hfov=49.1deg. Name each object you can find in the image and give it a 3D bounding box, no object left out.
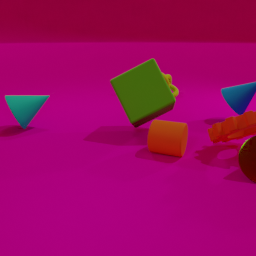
[{"bbox_3d":[-2.899,-0.722,8.503,1.134,1.130,1.130,-29,26,-10],"label":"cone"},{"bbox_3d":[0.972,0.238,6.780,0.803,0.803,0.803,8,20,21],"label":"cylinder"},{"bbox_3d":[2.794,0.613,5.943,0.986,0.986,0.990,5,1,14],"label":"cone"},{"bbox_3d":[0.444,-0.916,7.913,1.315,1.315,1.315,-27,-8,3],"label":"cube"},{"bbox_3d":[3.780,-1.153,8.934,1.111,1.107,1.107,-41,-6,33],"label":"cone"},{"bbox_3d":[2.778,-0.030,6.727,1.633,0.302,1.633,-12,-16,-3],"label":"gear"},{"bbox_3d":[1.755,-1.886,12.761,1.455,0.672,1.362,24,38,-50],"label":"knot shape"}]
